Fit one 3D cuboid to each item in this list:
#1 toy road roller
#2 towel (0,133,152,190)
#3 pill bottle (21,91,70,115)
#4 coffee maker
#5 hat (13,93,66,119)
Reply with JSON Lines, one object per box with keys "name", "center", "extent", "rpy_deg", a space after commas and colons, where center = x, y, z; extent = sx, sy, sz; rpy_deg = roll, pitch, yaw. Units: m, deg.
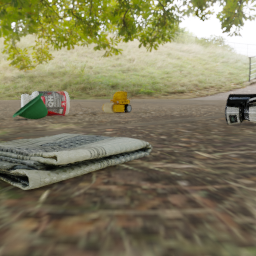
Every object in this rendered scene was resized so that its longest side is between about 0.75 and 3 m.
{"name": "toy road roller", "center": [-0.481, -1.178, 12.715], "extent": [0.811, 0.964, 1.320], "rpy_deg": [6, 9, 41]}
{"name": "towel", "center": [-0.929, 0.257, 3.529], "extent": [1.793, 0.322, 1.862], "rpy_deg": [6, 10, 38]}
{"name": "pill bottle", "center": [-3.241, -0.966, 10.988], "extent": [1.730, 0.957, 0.957], "rpy_deg": [-3, 8, -27]}
{"name": "coffee maker", "center": [3.358, -0.544, 7.570], "extent": [1.229, 0.828, 1.180], "rpy_deg": [3, 21, 34]}
{"name": "hat", "center": [-2.954, -0.377, 9.608], "extent": [1.435, 1.263, 1.189], "rpy_deg": [-43, 22, -15]}
